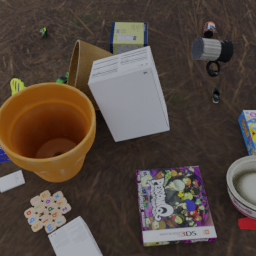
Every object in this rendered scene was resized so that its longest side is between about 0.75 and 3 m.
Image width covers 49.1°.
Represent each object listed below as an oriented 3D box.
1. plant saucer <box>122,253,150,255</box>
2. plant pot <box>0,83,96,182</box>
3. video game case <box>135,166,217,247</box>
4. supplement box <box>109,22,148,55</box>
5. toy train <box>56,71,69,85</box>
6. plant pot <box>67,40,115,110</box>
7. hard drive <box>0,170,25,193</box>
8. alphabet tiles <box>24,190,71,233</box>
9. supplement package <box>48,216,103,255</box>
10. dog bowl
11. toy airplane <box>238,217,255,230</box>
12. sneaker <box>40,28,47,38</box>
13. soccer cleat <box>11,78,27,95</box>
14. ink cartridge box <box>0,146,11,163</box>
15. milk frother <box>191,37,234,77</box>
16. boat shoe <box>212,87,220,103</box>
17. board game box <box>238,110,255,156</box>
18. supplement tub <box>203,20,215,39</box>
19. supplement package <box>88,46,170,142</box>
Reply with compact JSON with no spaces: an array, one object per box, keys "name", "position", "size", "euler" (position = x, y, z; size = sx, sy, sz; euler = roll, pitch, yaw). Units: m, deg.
[{"name":"plant saucer","position":[0.228,4.428,6.987],"size":[2.518,0.404,2.518],"euler":[0,54,0]},{"name":"plant pot","position":[-2.319,0.416,8.660],"size":[2.691,2.464,2.691],"euler":[2,55,-3]},{"name":"video game case","position":[1.366,2.307,8.564],"size":[2.100,0.415,2.317],"euler":[-3,53,-3]},{"name":"supplement box","position":[0.052,-3.898,12.827],"size":[1.656,1.113,1.657],"euler":[2,53,1]},{"name":"toy train","position":[-2.726,-1.718,11.464],"size":[0.492,0.665,2.358],"euler":[30,58,21]},{"name":"plant pot","position":[-0.784,-1.711,10.565],"size":[2.722,2.536,2.536],"euler":[9,50,-20]},{"name":"hard drive","position":[-3.824,1.741,9.192],"size":[0.769,0.101,0.507],"euler":[-21,56,-15]},{"name":"alphabet tiles","position":[-2.453,2.544,8.589],"size":[1.252,0.093,1.280],"euler":[-30,58,-22]},{"name":"supplement package","position":[-1.324,3.258,7.462],"size":[0.956,0.949,1.260],"euler":[-29,58,-13]},{"name":"dog bowl","position":[4.020,1.860,8.495],"size":[2.092,0.771,2.092],"euler":[-4,43,4]},{"name":"toy airplane","position":[4.097,2.547,8.457],"size":[1.639,0.301,1.639],"euler":[0,53,0]},{"name":"sneaker","position":[-4.238,-4.739,14.028],"size":[0.330,0.303,0.776],"euler":[-15,45,-2]},{"name":"soccer cleat","position":[-4.284,-1.185,11.033],"size":[0.926,0.716,2.213],"euler":[-30,59,-19]},{"name":"ink cartridge box","position":[-4.475,0.511,10.037],"size":[0.743,0.291,1.569],"euler":[-12,56,-9]},{"name":"milk frother","position":[2.934,-2.553,10.243],"size":[1.270,1.350,1.219],"euler":[0,14,-18]},{"name":"boat shoe","position":[3.624,-1.416,11.476],"size":[0.312,0.277,0.834],"euler":[13,54,10]},{"name":"board game box","position":[5.255,0.307,9.973],"size":[2.068,0.578,2.025],"euler":[0,52,0]},{"name":"supplement tub","position":[4.065,-4.948,13.997],"size":[0.538,0.538,1.007],"euler":[12,53,9]},{"name":"supplement package","position":[0.106,-0.992,8.814],"size":[1.867,2.397,1.329],"euler":[-13,39,12]}]
